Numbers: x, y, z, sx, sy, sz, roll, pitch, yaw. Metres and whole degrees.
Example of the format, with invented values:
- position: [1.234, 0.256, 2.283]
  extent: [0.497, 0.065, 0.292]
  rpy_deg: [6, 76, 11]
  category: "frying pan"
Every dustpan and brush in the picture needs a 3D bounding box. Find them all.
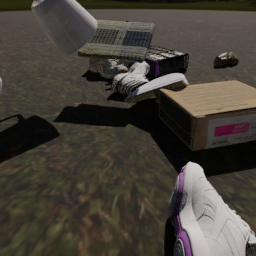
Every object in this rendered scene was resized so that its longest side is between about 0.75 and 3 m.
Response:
- position: [1.261, -1.307, 9.257]
  extent: [1.950, 0.800, 2.794]
  rpy_deg: [-15, 18, 27]
  category: "dustpan and brush"

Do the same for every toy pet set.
- position: [0.069, -3.455, 12.031]
  extent: [0.862, 1.516, 1.624]
  rpy_deg: [6, -16, -19]
  category: "toy pet set"

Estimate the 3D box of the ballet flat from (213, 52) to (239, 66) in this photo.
- position: [4.785, -3.347, 13.500]
  extent: [1.556, 0.563, 0.528]
  rpy_deg: [-11, 29, -21]
  category: "ballet flat"

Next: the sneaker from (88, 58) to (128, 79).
- position: [-0.930, -2.825, 11.876]
  extent: [0.925, 1.124, 2.445]
  rpy_deg: [-23, 36, -37]
  category: "sneaker"

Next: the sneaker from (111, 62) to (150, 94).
- position: [0.485, -1.713, 10.304]
  extent: [1.259, 0.826, 2.189]
  rpy_deg: [25, 43, 24]
  category: "sneaker"

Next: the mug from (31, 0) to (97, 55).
- position: [-2.133, -3.209, 8.385]
  extent: [1.903, 1.562, 1.524]
  rpy_deg: [-17, 50, 28]
  category: "mug"

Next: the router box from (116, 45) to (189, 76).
- position: [1.086, -3.242, 13.113]
  extent: [2.092, 0.716, 2.805]
  rpy_deg: [-20, 33, -34]
  category: "router box"

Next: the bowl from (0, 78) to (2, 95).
- position: [-5.397, -0.824, 8.091]
  extent: [2.811, 1.051, 2.815]
  rpy_deg: [15, 32, 26]
  category: "bowl"

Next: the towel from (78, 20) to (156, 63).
- position: [-0.349, -2.898, 9.349]
  extent: [2.241, 0.387, 2.157]
  rpy_deg: [8, 51, 10]
  category: "towel"

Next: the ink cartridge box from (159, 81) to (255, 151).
- position: [2.369, -0.446, 7.409]
  extent: [2.561, 0.962, 2.110]
  rpy_deg: [-7, 28, -14]
  category: "ink cartridge box"

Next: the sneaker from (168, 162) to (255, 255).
- position: [1.212, 1.422, 4.183]
  extent: [1.124, 0.845, 2.256]
  rpy_deg: [10, 34, -1]
  category: "sneaker"
